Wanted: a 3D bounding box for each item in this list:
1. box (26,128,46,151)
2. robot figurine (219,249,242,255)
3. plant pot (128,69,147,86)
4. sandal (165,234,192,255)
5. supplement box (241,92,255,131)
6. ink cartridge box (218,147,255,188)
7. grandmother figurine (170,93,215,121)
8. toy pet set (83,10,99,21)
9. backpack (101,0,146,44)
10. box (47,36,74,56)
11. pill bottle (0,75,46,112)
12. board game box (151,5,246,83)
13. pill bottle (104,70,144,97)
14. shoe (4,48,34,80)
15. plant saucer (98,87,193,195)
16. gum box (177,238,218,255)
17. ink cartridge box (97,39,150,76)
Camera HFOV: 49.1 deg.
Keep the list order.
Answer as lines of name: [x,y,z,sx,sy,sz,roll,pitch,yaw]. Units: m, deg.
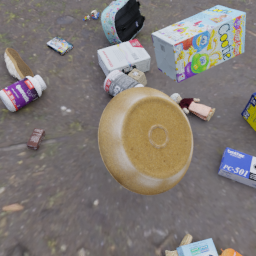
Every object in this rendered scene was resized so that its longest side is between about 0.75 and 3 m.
box: [-3.649,0.445,11.139,0.421,0.315,0.842,11,55,7]
robot figurine: [3.256,4.094,8.455,1.063,0.620,0.765,34,61,17]
plant pot: [0.358,-2.205,12.708,0.788,0.698,0.788,31,61,19]
sandal: [1.404,3.869,8.604,0.532,0.593,1.617,35,54,6]
supplement box: [5.945,-0.258,10.957,1.391,1.383,2.541,-21,58,-14]
ink cartridge box: [4.517,1.581,10.252,2.173,0.480,1.021,20,57,13]
grandmother figurine: [2.658,-0.932,11.963,1.935,0.586,1.173,28,35,21]
toy pet set: [-1.975,-6.174,15.650,0.808,0.429,0.754,-3,48,38]
backpack: [-0.379,-5.325,14.110,1.645,1.939,2.185,11,55,32]
box: [-3.480,-4.233,14.375,1.158,0.218,0.791,34,62,21]
pill bottle: [-4.485,-1.544,12.053,1.815,1.020,1.020,-37,63,-22]
board game box: [2.220,-2.662,8.777,2.516,1.296,1.319,-26,40,-10]
pill bottle: [0.004,-1.587,12.038,1.930,1.099,1.099,35,63,22]
shoe: [-5.186,-2.792,13.201,0.648,0.849,2.428,-48,62,21]
plant saucer: [0.669,0.256,7.242,2.910,0.515,2.910,6,77,-26]
gum box: [2.210,4.130,8.275,1.211,0.317,1.425,-1,59,-29]
ink cartridge box: [-0.215,-3.203,13.277,2.086,0.864,1.520,-20,58,-13]
